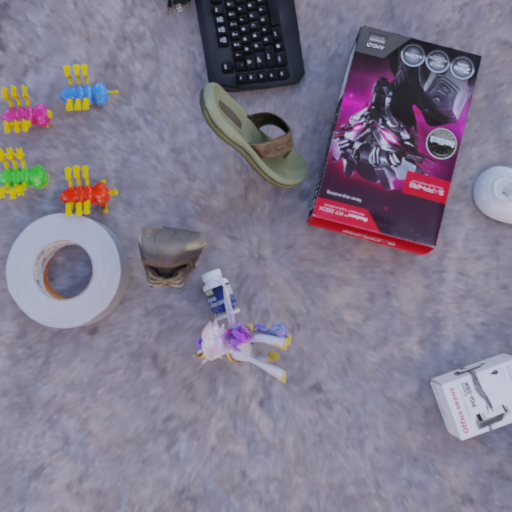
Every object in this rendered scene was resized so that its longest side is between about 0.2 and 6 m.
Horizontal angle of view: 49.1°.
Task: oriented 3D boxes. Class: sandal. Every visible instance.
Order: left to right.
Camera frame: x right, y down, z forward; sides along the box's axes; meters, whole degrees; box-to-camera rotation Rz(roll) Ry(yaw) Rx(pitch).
[{"bbox_3d":[0.125,-1.733,8.148,0.668,2.339,0.929,-28,55,26],"label":"sandal"}]

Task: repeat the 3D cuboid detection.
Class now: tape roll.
[{"bbox_3d":[-2.953,0.238,8.856,1.785,0.590,1.785,0,85,0],"label":"tape roll"}]

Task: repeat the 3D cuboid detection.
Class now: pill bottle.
[{"bbox_3d":[-0.587,0.610,8.873,0.422,0.422,0.760,-22,86,-1],"label":"pill bottle"}]

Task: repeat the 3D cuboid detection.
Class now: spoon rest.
[{"bbox_3d":[4.352,-0.761,9.032,1.792,0.543,0.890,37,86,16],"label":"spoon rest"}]

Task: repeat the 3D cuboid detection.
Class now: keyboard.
[{"bbox_3d":[-0.556,-4.787,9.090,2.217,0.844,4.260,-10,85,-1],"label":"keyboard"}]

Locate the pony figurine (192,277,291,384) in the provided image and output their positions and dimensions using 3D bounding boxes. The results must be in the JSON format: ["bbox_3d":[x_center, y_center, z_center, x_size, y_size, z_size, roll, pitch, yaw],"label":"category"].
[{"bbox_3d":[-0.261,1.206,8.201,1.488,1.239,1.437,8,130,10],"label":"pony figurine"}]

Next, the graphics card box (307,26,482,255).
[{"bbox_3d":[2.159,-1.804,8.886,1.999,0.810,3.186,16,85,1],"label":"graphics card box"}]

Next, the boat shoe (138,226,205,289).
[{"bbox_3d":[-1.151,0.062,7.909,0.867,2.326,0.853,9,94,2],"label":"boat shoe"}]

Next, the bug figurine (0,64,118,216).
[{"bbox_3d":[-3.165,-1.777,8.958,1.906,0.632,2.458,-1,82,-5],"label":"bug figurine"}]

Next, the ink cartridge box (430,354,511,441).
[{"bbox_3d":[3.537,2.195,8.746,1.283,0.532,0.942,-20,87,-2],"label":"ink cartridge box"}]
